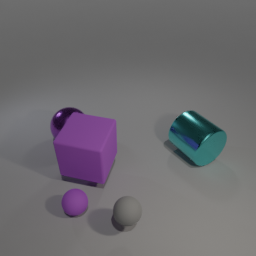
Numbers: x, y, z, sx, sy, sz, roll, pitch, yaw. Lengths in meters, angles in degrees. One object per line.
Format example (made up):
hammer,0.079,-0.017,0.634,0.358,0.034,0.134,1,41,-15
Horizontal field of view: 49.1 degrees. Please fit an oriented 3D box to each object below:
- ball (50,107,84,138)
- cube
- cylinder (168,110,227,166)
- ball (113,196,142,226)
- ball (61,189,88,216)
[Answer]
ball,-2.124,-0.066,10.245,1.400,1.400,1.400,0,31,0
cube,-1.185,0.578,8.317,1.400,1.400,1.400,10,42,11
cylinder,2.330,0.324,9.473,1.400,1.400,1.400,-18,40,-27
ball,-0.011,1.989,6.722,0.700,0.700,0.700,0,31,0
ball,-1.414,1.970,7.460,0.700,0.700,0.700,0,31,0
